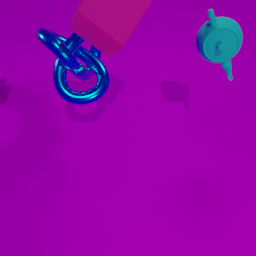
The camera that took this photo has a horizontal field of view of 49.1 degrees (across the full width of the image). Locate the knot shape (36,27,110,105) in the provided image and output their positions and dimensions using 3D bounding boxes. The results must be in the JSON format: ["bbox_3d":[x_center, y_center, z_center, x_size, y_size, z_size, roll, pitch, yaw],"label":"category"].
[{"bbox_3d":[-1.007,-1.495,5.939,0.820,1.774,1.660,-18,24,38],"label":"knot shape"}]

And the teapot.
[{"bbox_3d":[1.736,-1.564,5.266,0.855,1.374,0.673,-18,28,20],"label":"teapot"}]

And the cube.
[{"bbox_3d":[-0.336,-1.951,4.882,0.930,0.930,0.930,33,82,-15],"label":"cube"}]
